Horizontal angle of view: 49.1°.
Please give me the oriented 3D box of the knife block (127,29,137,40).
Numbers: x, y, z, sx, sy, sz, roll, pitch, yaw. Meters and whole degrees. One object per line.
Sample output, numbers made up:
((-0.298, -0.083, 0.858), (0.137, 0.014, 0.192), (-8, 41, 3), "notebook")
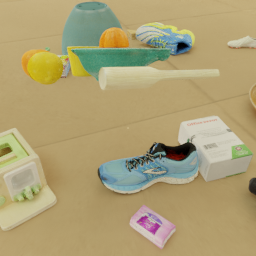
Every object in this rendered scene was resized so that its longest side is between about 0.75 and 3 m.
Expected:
((0.433, -4.346, 13.000), (0.780, 0.284, 0.889), (-11, 40, -15), "knife block")

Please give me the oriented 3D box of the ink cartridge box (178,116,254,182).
((2.024, 0.437, 6.738), (1.098, 0.634, 1.504), (-10, 39, -14), "ink cartridge box")

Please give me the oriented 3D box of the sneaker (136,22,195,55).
((1.546, -3.701, 11.661), (2.525, 0.956, 1.326), (4, 39, 4), "sneaker")

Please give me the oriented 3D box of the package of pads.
((0.459, 1.847, 5.265), (0.767, 0.290, 0.462), (27, 46, 30), "package of pads")

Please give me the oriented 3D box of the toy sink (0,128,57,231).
((-2.447, 0.957, 5.799), (1.169, 1.005, 1.794), (-26, 45, -28), "toy sink")

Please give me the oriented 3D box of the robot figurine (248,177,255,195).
((3.188, 1.348, 5.347), (1.626, 1.221, 1.014), (29, 23, 31), "robot figurine")

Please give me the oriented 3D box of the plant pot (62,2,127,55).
((-1.417, -3.994, 11.333), (2.721, 1.832, 2.721), (0, 38, 0), "plant pot")

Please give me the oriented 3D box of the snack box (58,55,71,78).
((-2.818, -2.283, 10.311), (1.261, 0.427, 1.064), (-1, 39, 2), "snack box")

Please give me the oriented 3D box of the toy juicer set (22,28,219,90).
((-0.392, -0.970, 3.730), (2.687, 0.731, 1.710), (14, 20, 42), "toy juicer set")

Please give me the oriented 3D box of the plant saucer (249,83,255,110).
((4.952, -0.520, 8.032), (2.924, 0.518, 2.924), (0, 39, 0), "plant saucer")

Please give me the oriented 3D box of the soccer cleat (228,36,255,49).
((4.968, -3.715, 12.031), (1.315, 0.510, 0.456), (2, 39, 3), "soccer cleat")

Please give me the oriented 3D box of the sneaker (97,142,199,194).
((0.454, 0.700, 6.103), (2.281, 1.026, 0.894), (-9, 40, -11), "sneaker")
